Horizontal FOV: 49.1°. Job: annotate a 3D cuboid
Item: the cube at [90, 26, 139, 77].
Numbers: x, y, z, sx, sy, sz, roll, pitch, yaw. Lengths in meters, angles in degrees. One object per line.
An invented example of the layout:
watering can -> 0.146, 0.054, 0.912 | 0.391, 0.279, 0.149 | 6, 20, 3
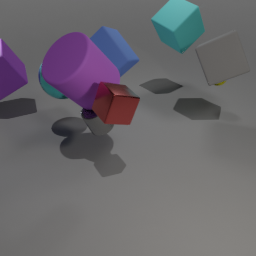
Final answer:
cube -> -0.689, -2.426, 9.635 | 1.400, 1.400, 1.400 | -37, 1, 21

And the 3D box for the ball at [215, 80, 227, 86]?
ball -> 3.627, -2.042, 11.242 | 0.700, 0.700, 0.700 | 0, 30, 0

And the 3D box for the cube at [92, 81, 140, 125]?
cube -> -0.280, -0.543, 6.229 | 0.700, 0.700, 0.700 | 3, 30, -36

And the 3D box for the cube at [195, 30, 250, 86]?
cube -> 3.333, -2.490, 9.878 | 1.400, 1.400, 1.400 | -19, 13, 25

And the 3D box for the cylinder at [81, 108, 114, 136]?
cylinder -> -0.810, -0.265, 7.526 | 0.700, 0.700, 0.700 | -14, 45, 14

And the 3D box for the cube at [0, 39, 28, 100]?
cube -> -4.807, -2.157, 10.474 | 1.400, 1.400, 1.400 | -31, 47, 3

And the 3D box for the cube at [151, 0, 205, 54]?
cube -> 2.074, -4.231, 11.535 | 1.400, 1.400, 1.400 | -45, 55, 0

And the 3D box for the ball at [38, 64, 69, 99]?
ball -> -2.043, -1.590, 8.668 | 1.400, 1.400, 1.400 | 0, 30, 0

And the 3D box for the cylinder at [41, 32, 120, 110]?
cylinder -> -1.123, -1.355, 6.881 | 1.400, 1.400, 1.400 | -12, 63, 25
